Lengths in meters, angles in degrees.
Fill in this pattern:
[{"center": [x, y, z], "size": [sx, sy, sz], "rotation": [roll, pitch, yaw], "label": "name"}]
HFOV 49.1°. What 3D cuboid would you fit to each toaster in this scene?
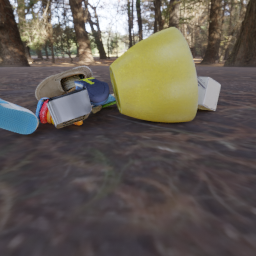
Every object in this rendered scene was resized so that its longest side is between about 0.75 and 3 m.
[{"center": [-1.582, -0.514, 7.471], "size": [1.220, 0.724, 1.103], "rotation": [-21, -2, -15], "label": "toaster"}]

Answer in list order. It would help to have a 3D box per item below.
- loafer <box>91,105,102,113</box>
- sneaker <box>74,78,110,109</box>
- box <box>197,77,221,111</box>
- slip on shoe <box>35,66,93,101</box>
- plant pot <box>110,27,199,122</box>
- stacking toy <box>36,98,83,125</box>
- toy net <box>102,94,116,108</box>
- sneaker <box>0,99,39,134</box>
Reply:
[{"center": [-1.082, -0.849, 10.008], "size": [0.446, 0.447, 1.278], "rotation": [-43, 13, 10], "label": "loafer"}, {"center": [-1.098, -0.991, 8.851], "size": [0.834, 0.928, 2.256], "rotation": [-11, 22, -16], "label": "sneaker"}, {"center": [1.822, -1.408, 10.678], "size": [2.998, 1.025, 1.232], "rotation": [12, 1, 38], "label": "box"}, {"center": [-2.688, -1.725, 11.409], "size": [2.623, 0.997, 0.795], "rotation": [-19, 21, 11], "label": "slip on shoe"}, {"center": [0.572, -1.324, 8.237], "size": [1.976, 2.783, 2.783], "rotation": [-14, 17, -6], "label": "plant pot"}, {"center": [-1.968, -0.358, 8.218], "size": [1.349, 0.741, 0.783], "rotation": [17, 13, 4], "label": "stacking toy"}, {"center": [-0.783, -1.132, 11.501], "size": [1.152, 0.424, 2.196], "rotation": [-18, 6, 18], "label": "toy net"}, {"center": [-3.231, -0.375, 6.981], "size": [1.987, 0.760, 0.803], "rotation": [26, -4, -13], "label": "sneaker"}]
